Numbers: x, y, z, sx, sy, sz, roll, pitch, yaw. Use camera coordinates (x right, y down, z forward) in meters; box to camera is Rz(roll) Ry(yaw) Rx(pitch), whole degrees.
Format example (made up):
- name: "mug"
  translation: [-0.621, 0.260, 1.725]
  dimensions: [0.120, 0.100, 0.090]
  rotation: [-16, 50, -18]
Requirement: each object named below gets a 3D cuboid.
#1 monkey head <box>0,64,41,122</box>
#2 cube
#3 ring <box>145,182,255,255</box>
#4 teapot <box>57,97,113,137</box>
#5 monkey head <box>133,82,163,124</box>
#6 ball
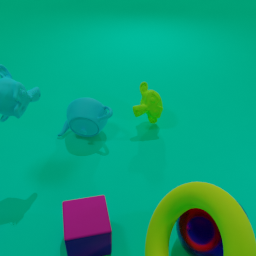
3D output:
- name: "monkey head"
  translation: [-1.996, -0.570, 4.943]
  dimensions: [0.646, 1.072, 0.771]
  rotation: [18, 28, 19]
- name: "cube"
  translation: [-0.678, 1.656, 4.642]
  dimensions: [0.714, 0.714, 0.714]
  rotation: [-6, 40, -11]
- name: "ring"
  translation: [0.860, 1.622, 3.738]
  dimensions: [0.362, 1.811, 1.811]
  rotation: [21, 30, -30]
- name: "teapot"
  translation: [-1.042, -0.179, 6.708]
  dimensions: [1.643, 1.022, 0.805]
  rotation: [-17, 45, 28]
- name: "monkey head"
  translation: [0.471, -0.556, 6.994]
  dimensions: [0.812, 1.129, 0.680]
  rotation: [-19, 16, -6]
- name: "ball"
  translation: [1.336, 1.570, 4.443]
  dimensions: [1.136, 1.136, 1.136]
  rotation: [0, 40, 0]
